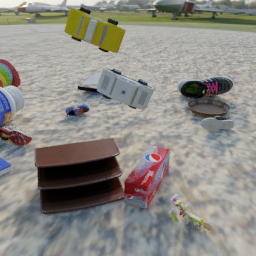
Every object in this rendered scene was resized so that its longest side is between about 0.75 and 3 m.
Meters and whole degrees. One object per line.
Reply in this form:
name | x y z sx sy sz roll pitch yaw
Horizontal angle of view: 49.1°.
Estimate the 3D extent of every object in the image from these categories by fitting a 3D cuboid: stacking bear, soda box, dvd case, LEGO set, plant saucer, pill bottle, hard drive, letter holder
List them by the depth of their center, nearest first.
LEGO set | 1.322 2.005 6.255 1.086 0.500 0.404 42 59 15
letter holder | -1.214 1.184 7.154 2.123 1.068 1.509 -7 29 -14
soda box | 0.560 1.227 7.457 0.629 0.694 1.982 10 28 20
hard drive | -4.514 1.304 7.794 1.321 0.254 2.002 20 32 34
pill bottle | -5.227 -0.710 10.512 1.467 1.467 2.618 13 29 24
plant saucer | 3.460 -0.841 12.101 1.786 0.308 1.786 1 27 0
stacking bear | -6.572 -2.179 13.577 1.720 1.610 2.832 -1 31 -1
dvd case | -1.061 -2.236 14.658 2.641 0.232 1.884 9 29 12

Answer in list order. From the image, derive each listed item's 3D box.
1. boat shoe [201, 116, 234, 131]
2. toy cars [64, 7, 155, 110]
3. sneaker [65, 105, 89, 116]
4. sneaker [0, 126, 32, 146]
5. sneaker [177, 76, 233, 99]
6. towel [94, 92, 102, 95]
boat shoe | 3.332 -0.217 10.616 1.357 0.501 0.409 -3 26 -12
toy cars | -0.386 -1.341 5.663 1.127 2.514 0.557 -25 15 14
sneaker | -2.124 -0.684 11.783 1.023 0.385 0.401 -11 34 -2
sneaker | -3.856 0.183 9.736 1.434 0.558 0.589 15 29 27
sneaker | 3.707 -1.890 13.511 2.672 0.986 1.169 0 26 10
towel | -1.047 -1.957 14.510 1.457 0.174 1.055 -2 27 -5
